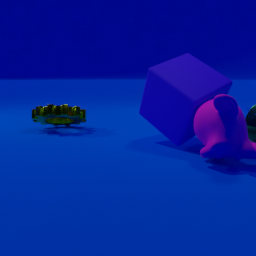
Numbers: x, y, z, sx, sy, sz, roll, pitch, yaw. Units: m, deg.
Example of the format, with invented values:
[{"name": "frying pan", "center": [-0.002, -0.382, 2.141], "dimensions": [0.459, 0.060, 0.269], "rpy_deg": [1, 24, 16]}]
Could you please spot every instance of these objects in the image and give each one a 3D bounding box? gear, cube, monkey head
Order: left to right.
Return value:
[{"name": "gear", "center": [-2.038, -0.357, 8.361], "dimensions": [1.575, 0.291, 1.575], "rpy_deg": [-2, -11, 0]}, {"name": "cube", "center": [1.269, -0.680, 6.465], "dimensions": [1.349, 1.349, 1.349], "rpy_deg": [-27, 56, -32]}, {"name": "monkey head", "center": [1.909, 0.030, 5.196], "dimensions": [1.354, 1.134, 1.882], "rpy_deg": [4, -10, 17]}]

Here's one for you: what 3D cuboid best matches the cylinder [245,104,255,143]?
[{"name": "cylinder", "center": [3.290, -0.014, 6.083], "dimensions": [1.046, 1.046, 1.046], "rpy_deg": [-3, 11, -17]}]
